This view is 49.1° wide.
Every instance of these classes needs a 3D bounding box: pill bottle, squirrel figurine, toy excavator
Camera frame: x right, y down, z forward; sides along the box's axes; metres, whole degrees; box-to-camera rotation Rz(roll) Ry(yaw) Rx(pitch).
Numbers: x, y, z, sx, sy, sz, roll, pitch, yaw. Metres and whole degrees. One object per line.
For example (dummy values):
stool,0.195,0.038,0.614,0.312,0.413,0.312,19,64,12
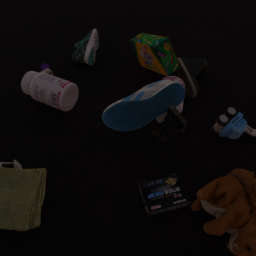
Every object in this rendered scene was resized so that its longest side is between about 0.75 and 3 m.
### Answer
pill bottle,1.742,-1.138,11.700,1.131,1.131,1.996,9,50,8
squirrel figurine,3.387,2.510,8.252,2.400,1.698,2.240,-28,61,-18
toy excavator,4.468,-0.012,11.024,1.743,0.895,1.792,-38,71,-26
pill bottle,-3.374,-1.639,12.048,2.226,1.262,1.262,22,52,18

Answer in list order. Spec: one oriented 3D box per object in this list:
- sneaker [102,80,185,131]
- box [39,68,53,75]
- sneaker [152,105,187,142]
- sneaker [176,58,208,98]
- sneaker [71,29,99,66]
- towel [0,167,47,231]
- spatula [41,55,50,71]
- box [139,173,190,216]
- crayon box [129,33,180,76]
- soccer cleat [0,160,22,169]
sneaker,0.483,-0.807,9.978,2.985,1.142,1.205,-22,21,-6
box,-4.086,-2.363,13.230,0.370,0.444,1.081,35,59,26
sneaker,1.416,-0.070,9.746,1.142,1.993,0.762,-35,72,-2
sneaker,3.174,-2.481,12.947,1.409,0.992,2.652,-6,48,-4
sneaker,-2.236,-4.315,14.601,1.214,1.032,2.661,2,48,7
towel,-3.962,2.183,8.819,2.695,0.492,1.999,1,62,3
spatula,-4.287,-3.344,14.279,0.377,0.137,1.333,-15,51,-13
box,1.174,2.194,9.326,1.421,0.327,1.130,-11,50,-9
crayon box,1.164,-3.404,12.769,0.730,1.488,2.505,-37,33,-9
soccer cleat,-4.559,1.490,9.690,1.648,0.711,0.575,-16,51,-13
